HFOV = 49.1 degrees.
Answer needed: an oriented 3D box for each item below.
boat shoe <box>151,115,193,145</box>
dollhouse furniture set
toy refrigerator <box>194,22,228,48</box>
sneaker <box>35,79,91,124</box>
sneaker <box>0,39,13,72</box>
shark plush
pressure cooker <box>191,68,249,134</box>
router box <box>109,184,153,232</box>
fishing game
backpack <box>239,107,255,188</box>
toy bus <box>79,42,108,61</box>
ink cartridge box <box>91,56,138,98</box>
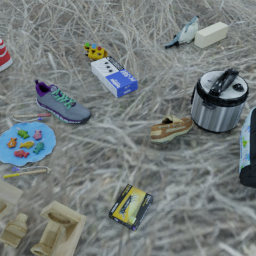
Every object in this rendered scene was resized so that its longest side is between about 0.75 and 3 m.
[{"bbox_3d":[1.569,-0.079,9.910,0.792,0.773,2.094,-3,16,46],"label":"boat shoe"},{"bbox_3d":[-2.774,2.716,6.636,2.352,2.237,1.916,34,46,-17],"label":"dollhouse furniture set"},{"bbox_3d":[4.413,-4.972,14.915,1.882,0.714,0.658,-30,54,-25],"label":"toy refrigerator"},{"bbox_3d":[-2.631,-1.029,10.902,2.600,1.138,0.968,21,50,19],"label":"sneaker"},{"bbox_3d":[-6.418,-2.967,12.453,0.970,1.531,2.723,18,49,17],"label":"sneaker"},{"bbox_3d":[2.961,-4.889,15.094,1.089,1.188,2.616,24,70,47],"label":"shark plush"},{"bbox_3d":[3.379,-1.116,10.295,1.915,2.144,1.886,-4,47,-3],"label":"pressure cooker"},{"bbox_3d":[0.103,2.333,8.304,0.904,0.300,1.149,22,50,19],"label":"router box"},{"bbox_3d":[-3.677,0.438,10.019,2.116,0.459,2.956,-4,47,-7],"label":"fishing game"},{"bbox_3d":[4.617,0.565,9.000,2.294,2.162,2.813,2,68,8],"label":"backpack"},{"bbox_3d":[-1.673,-3.632,13.673,1.261,0.691,1.336,9,5,-32],"label":"toy bus"},{"bbox_3d":[-0.643,-2.346,12.574,1.091,0.513,2.320,-25,52,-21],"label":"ink cartridge box"}]
